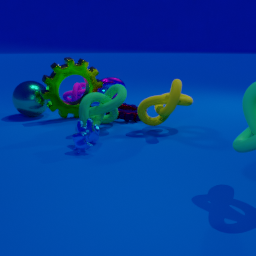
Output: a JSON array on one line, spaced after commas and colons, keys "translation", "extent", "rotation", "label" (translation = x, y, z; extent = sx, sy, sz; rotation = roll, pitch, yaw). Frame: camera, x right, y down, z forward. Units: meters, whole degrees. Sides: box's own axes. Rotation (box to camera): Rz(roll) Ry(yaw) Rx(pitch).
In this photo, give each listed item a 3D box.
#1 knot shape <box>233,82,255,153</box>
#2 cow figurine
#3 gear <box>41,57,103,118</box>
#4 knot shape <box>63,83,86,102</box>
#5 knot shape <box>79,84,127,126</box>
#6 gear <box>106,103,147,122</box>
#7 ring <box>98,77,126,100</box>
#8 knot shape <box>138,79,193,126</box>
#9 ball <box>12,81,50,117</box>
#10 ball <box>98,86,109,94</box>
[{"translation": [2.227, -0.140, 4.479], "extent": [0.651, 1.318, 1.408], "rotation": [7, 11, -3], "label": "knot shape"}, {"translation": [-1.046, 0.248, 7.161], "extent": [0.540, 0.967, 0.983], "rotation": [-13, -26, 16], "label": "cow figurine"}, {"translation": [-1.910, -1.359, 9.701], "extent": [2.082, 2.082, 0.385], "rotation": [-9, 29, -28], "label": "gear"}, {"translation": [-2.184, -1.412, 11.575], "extent": [1.136, 0.561, 1.214], "rotation": [-33, 8, 31], "label": "knot shape"}, {"translation": [-0.713, -0.684, 8.576], "extent": [0.820, 1.660, 1.774], "rotation": [49, 7, 9], "label": "knot shape"}, {"translation": [-0.096, -0.595, 10.025], "extent": [1.520, 0.281, 1.520], "rotation": [8, 17, -3], "label": "gear"}, {"translation": [-0.809, -1.544, 11.679], "extent": [1.473, 1.473, 0.295], "rotation": [-5, 56, -17], "label": "ring"}, {"translation": [1.049, -0.668, 8.320], "extent": [1.617, 0.799, 1.728], "rotation": [-33, -8, 14], "label": "knot shape"}, {"translation": [-3.506, -1.062, 10.163], "extent": [1.299, 1.299, 1.299], "rotation": [0, 17, 0], "label": "ball"}, {"translation": [-1.047, -1.525, 12.729], "extent": [0.733, 0.733, 0.733], "rotation": [0, 17, 0], "label": "ball"}]
